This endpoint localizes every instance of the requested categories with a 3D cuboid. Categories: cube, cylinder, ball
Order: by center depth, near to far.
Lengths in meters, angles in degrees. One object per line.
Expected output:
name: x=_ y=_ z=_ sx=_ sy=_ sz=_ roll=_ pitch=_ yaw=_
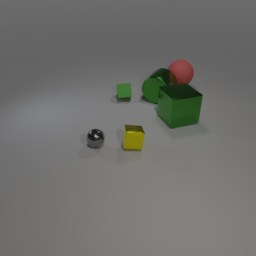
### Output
cube: x=0.192 y=0.342 z=10.569 sx=0.700 sy=0.700 sz=0.700 roll=4 pitch=24 yaw=-10
ball: x=-1.224 y=0.374 z=10.584 sx=0.700 sy=0.700 sz=0.700 roll=0 pitch=32 yaw=0
cube: x=2.218 y=-1.005 z=12.247 sx=1.400 sy=1.400 sz=1.400 roll=-10 pitch=33 yaw=-17
cube: x=-0.193 y=-1.873 z=14.062 sx=0.700 sy=0.700 sz=0.700 roll=-5 pitch=6 yaw=-1
cylinder: x=1.585 y=-2.126 z=14.062 sx=1.400 sy=1.400 sz=1.400 roll=13 pitch=34 yaw=21
ball: x=2.775 y=-2.905 z=14.848 sx=1.400 sy=1.400 sz=1.400 roll=0 pitch=32 yaw=0
